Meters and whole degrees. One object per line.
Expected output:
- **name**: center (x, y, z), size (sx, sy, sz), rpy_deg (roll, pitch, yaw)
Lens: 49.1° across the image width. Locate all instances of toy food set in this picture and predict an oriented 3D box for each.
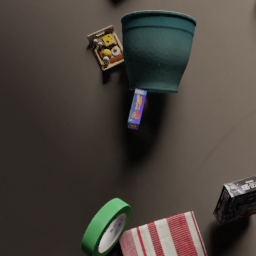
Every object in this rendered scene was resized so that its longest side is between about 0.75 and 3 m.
- **toy food set**: center (-0.671, -2.689, 9.431), size (0.964, 0.406, 1.343), rpy_deg (-25, 84, -3)

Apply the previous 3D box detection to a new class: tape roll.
- **tape roll**: center (-0.580, 2.885, 8.001), size (0.423, 1.760, 1.760), rpy_deg (26, 84, 25)

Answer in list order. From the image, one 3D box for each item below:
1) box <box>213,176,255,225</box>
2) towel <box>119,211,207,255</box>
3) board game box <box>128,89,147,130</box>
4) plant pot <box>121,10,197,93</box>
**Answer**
- **box**: center (3.340, 2.113, 8.200), size (1.360, 1.725, 0.429), rpy_deg (-14, 47, -9)
- **towel**: center (1.103, 3.824, 8.766), size (2.508, 0.285, 1.806), rpy_deg (-16, 82, -4)
- **board game box**: center (0.272, -0.531, 8.644), size (0.332, 1.483, 0.997), rpy_deg (13, 83, 1)
- **plant pot**: center (0.857, -2.159, 8.591), size (2.265, 2.265, 2.128), rpy_deg (4, 97, 0)
